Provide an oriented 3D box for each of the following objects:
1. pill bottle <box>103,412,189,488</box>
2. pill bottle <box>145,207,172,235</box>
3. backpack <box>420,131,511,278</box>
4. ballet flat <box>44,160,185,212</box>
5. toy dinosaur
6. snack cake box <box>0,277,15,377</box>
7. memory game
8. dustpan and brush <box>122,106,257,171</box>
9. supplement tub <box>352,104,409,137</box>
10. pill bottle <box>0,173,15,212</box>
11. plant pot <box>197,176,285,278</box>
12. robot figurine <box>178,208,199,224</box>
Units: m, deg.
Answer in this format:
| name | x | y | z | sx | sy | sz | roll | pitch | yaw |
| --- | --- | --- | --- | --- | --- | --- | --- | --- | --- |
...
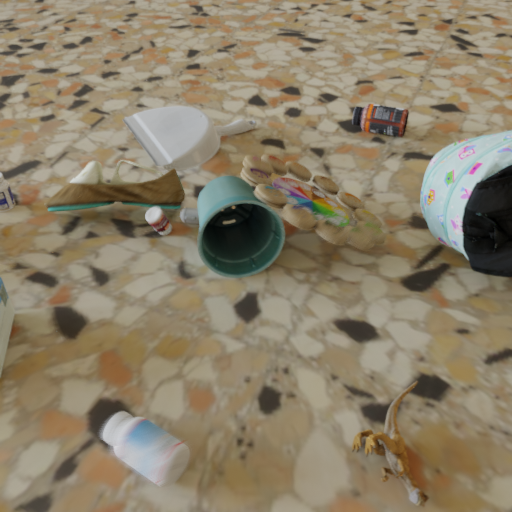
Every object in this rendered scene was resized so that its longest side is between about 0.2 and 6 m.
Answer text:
| name | x | y | z | sx | sy | sz | roll | pitch | yaw |
| --- | --- | --- | --- | --- | --- | --- | --- | --- | --- |
| pill bottle | -1.428 | 2.448 | 7.189 | 1.065 | 0.579 | 0.579 | 24 | 46 | 25 |
| pill bottle | -1.854 | -0.649 | 10.725 | 0.329 | 0.576 | 0.329 | -8 | 61 | 14 |
| backpack | 4.762 | -0.980 | 9.817 | 3.501 | 2.922 | 2.216 | -12 | 22 | -9 |
| ballet flat | -2.794 | -1.395 | 11.090 | 2.726 | 0.986 | 0.924 | -2 | 8 | -2 |
| toy dinosaur | 1.778 | 2.448 | 7.377 | 0.924 | 0.525 | 1.739 | 15 | 46 | -16 |
| snack cake box | -5.163 | 1.225 | 8.365 | 2.621 | 0.881 | 1.507 | -6 | 42 | -7 |
| memory game | 1.100 | -1.078 | 10.513 | 3.077 | 0.196 | 3.077 | 22 | 27 | -12 |
| dustpan and brush | -1.325 | -2.948 | 13.392 | 3.082 | 0.882 | 2.151 | -26 | 55 | -18 |
| supplement tub | 3.059 | -3.369 | 13.831 | 1.295 | 0.693 | 0.693 | 14 | 43 | 15 |
| pill bottle | -5.231 | -1.309 | 11.400 | 0.446 | 0.746 | 0.446 | 0 | 41 | 0 |
| plant pot | -0.407 | -0.652 | 10.186 | 1.535 | 1.535 | 1.503 | -8 | 34 | -10 |
| robot figurine | -1.269 | -0.799 | 11.142 | 0.553 | 0.312 | 0.469 | 4 | 15 | 5 |
